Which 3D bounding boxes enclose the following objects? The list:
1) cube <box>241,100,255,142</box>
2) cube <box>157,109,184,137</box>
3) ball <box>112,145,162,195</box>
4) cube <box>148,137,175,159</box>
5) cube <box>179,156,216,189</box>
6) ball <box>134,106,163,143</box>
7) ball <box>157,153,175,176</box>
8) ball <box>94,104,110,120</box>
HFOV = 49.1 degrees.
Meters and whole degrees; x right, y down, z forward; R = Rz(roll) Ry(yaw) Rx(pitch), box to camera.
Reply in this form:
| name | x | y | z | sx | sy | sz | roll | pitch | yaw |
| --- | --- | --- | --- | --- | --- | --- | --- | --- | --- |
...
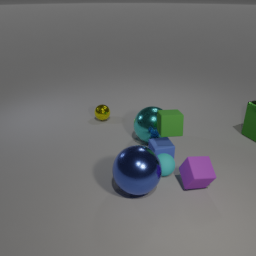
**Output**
| name | x | y | z | sx | sy | sz | roll | pitch | yaw |
| --- | --- | --- | --- | --- | --- | --- | --- | --- | --- |
| cube | 5.451 | -0.234 | 10.653 | 1.400 | 1.400 | 1.400 | -13 | 30 | -23 |
| cube | 1.322 | -0.162 | 8.876 | 0.700 | 0.700 | 0.700 | -3 | 18 | -5 |
| ball | 0.259 | 1.186 | 7.932 | 1.400 | 1.400 | 1.400 | 0 | 27 | 0 |
| cube | 1.116 | 0.794 | 9.450 | 0.700 | 0.700 | 0.700 | -7 | 28 | -12 |
| cube | 1.984 | 1.283 | 8.070 | 0.700 | 0.700 | 0.700 | 0 | 55 | -16 |
| ball | 0.907 | -0.117 | 10.502 | 1.400 | 1.400 | 1.400 | 0 | 27 | 0 |
| ball | 1.126 | 1.146 | 8.772 | 0.700 | 0.700 | 0.700 | 0 | 27 | 0 |
| ball | -1.124 | -0.687 | 12.293 | 0.700 | 0.700 | 0.700 | 0 | 27 | 0 |
